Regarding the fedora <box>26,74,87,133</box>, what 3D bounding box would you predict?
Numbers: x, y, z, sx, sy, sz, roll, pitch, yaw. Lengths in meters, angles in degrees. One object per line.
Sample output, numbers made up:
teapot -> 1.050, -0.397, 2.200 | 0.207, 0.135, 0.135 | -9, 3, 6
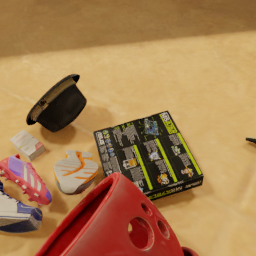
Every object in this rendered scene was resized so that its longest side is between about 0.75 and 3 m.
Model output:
fedora -> -1.991, -0.604, 8.467 | 0.983, 2.152, 2.152 | 46, 56, -3

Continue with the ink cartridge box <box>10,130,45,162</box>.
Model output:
ink cartridge box -> -2.983, 0.506, 8.297 | 0.943, 0.318, 0.549 | 32, 55, 25

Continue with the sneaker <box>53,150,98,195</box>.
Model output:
sneaker -> -1.202, 1.151, 6.499 | 0.929, 0.916, 2.373 | 11, 5, -5

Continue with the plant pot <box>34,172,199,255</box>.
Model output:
plant pot -> -0.219, 2.469, 4.692 | 2.374, 2.607, 2.607 | 45, 56, -2

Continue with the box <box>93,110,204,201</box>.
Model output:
box -> 0.442, 0.782, 7.689 | 2.390, 0.588, 2.475 | -15, 49, -8

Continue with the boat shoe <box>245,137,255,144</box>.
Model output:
boat shoe -> 3.963, 0.460, 8.300 | 0.954, 0.299, 0.349 | 15, 6, 14

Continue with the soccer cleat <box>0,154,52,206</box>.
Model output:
soccer cleat -> -2.560, 1.264, 7.192 | 1.972, 0.658, 0.754 | 24, 46, 28

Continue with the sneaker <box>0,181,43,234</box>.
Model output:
sneaker -> -3.203, 1.714, 6.761 | 2.300, 0.929, 1.328 | 2, 50, 4
